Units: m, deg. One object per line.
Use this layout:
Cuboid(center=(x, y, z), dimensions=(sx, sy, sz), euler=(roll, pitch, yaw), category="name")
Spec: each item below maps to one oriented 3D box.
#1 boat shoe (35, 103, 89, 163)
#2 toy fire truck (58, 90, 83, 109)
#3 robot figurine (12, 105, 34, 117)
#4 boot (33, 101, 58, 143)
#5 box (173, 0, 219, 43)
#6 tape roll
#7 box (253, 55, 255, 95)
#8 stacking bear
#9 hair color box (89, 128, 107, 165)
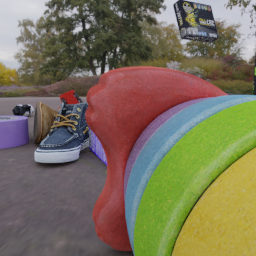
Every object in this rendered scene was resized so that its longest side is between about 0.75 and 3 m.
Cuboid(center=(-1.405, 0.015, 6.288), dimensions=(0.877, 1.125, 2.478), euler=(1, 8, 5), category="boat shoe")
Cuboid(center=(-1.652, -0.355, 9.040), dimensions=(0.532, 1.540, 2.183), euler=(-29, 57, -18), category="toy fire truck")
Cuboid(center=(-5.390, -0.878, 14.438), dimensions=(0.782, 0.649, 1.040), euler=(13, 15, 38), category="robot figurine")
Cuboid(center=(-2.164, -0.154, 8.235), dimensions=(1.129, 1.101, 2.992), euler=(9, 4, -12), category="boot")
Cuboid(center=(2.496, -3.874, 10.223), dimensions=(1.689, 1.361, 0.415), euler=(-6, -7, -34), category="box")
Cuboid(center=(-3.487, 0.082, 7.419), dimensions=(1.621, 0.689, 1.621), euler=(0, 7, 0), category="tape roll")
Cuboid(center=(4.490, -0.928, 7.730), dimensions=(1.916, 2.580, 1.603), euler=(4, 9, 25), category="box")
Cuboid(center=(0.743, 0.628, 1.306), dimensions=(1.523, 1.626, 2.678), euler=(-6, 18, -14), category="stacking bear")
Cuboid(center=(-0.149, 0.337, 5.935), dimensions=(1.014, 0.601, 1.856), euler=(-2, 10, -20), category="hair color box")
